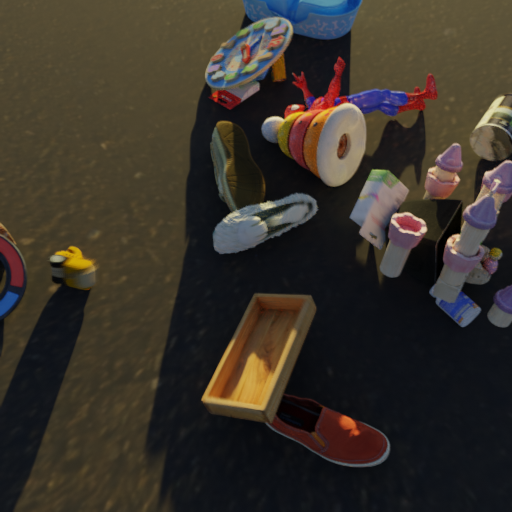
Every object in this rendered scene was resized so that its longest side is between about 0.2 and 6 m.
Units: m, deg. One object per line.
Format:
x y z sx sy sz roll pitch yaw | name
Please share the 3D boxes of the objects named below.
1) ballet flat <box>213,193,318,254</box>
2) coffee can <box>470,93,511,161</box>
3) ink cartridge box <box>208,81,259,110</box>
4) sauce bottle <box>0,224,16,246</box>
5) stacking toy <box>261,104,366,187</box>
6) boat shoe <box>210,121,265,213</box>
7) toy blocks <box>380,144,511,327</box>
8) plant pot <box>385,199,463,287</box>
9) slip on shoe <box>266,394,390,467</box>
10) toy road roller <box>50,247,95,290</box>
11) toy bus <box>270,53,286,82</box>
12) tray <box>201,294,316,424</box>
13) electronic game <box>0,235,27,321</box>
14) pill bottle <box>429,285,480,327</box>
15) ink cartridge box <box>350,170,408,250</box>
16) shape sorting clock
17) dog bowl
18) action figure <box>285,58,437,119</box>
0.215 -0.675 10.751 2.232 0.801 0.801 -25 58 -17 | ballet flat
5.397 -2.830 12.305 0.934 0.934 1.276 30 60 19 | coffee can
-0.552 -4.018 13.545 0.816 0.254 1.014 36 60 29 | ink cartridge box
-5.480 0.134 10.378 1.977 0.652 0.652 -38 63 -25 | sauce bottle
1.017 -2.515 11.979 2.310 1.688 1.688 20 55 34 | stacking toy
-0.482 -1.700 11.725 0.895 0.772 2.454 -1 58 -30 | boat shoe
4.017 -0.647 9.566 2.818 2.372 2.633 27 43 18 | toy blocks
3.085 -0.361 10.456 1.087 1.222 1.225 21 57 31 | plant pot
1.057 2.651 8.599 2.016 0.617 0.747 19 56 13 | slip on shoe
-3.353 0.184 10.410 0.886 0.544 0.647 15 39 5 | toy road roller
0.509 -4.814 13.804 0.318 0.383 0.978 -7 96 -3 | toy bus
0.105 1.580 9.117 1.112 0.418 2.255 0 44 30 | tray
-5.046 0.395 9.957 1.826 0.380 1.826 3 77 -15 | electronic game
3.522 0.824 9.988 0.470 0.470 0.838 -31 61 -20 | pill bottle
2.326 -0.885 10.821 0.451 0.785 1.341 16 77 53 | ink cartridge box
-0.222 -4.894 13.445 2.413 0.473 2.413 -17 48 20 | shape sorting clock
1.162 -6.864 15.240 3.381 0.838 1.885 20 57 13 | dog bowl
2.181 -3.859 12.764 3.428 1.118 1.697 -15 83 -10 | action figure
